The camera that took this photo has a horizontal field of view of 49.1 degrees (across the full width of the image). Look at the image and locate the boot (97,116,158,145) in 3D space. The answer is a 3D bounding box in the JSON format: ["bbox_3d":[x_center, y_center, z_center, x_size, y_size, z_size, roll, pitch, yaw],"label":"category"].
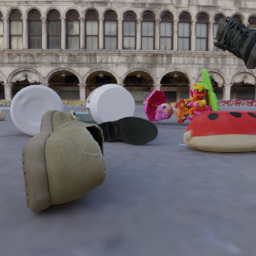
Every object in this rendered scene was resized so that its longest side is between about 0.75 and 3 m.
[{"bbox_3d":[0.189,-0.011,5.915,1.532,0.531,1.334,1,6,34],"label":"boot"}]

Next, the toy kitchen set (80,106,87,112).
[{"bbox_3d":[-1.820,-0.538,12.803,0.763,0.689,0.623,40,9,-2],"label":"toy kitchen set"}]

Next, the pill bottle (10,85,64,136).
[{"bbox_3d":[-2.280,-0.464,7.283,1.175,1.175,2.074,-1,5,-13],"label":"pill bottle"}]

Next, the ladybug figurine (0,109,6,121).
[{"bbox_3d":[-5.889,-0.562,11.700,1.448,0.521,0.983,-4,7,-34],"label":"ladybug figurine"}]

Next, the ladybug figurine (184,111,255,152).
[{"bbox_3d":[1.769,0.027,4.860,1.788,0.643,1.214,-2,6,-24],"label":"ladybug figurine"}]

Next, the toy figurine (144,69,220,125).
[{"bbox_3d":[1.794,-0.721,9.993,2.459,2.006,2.672,-13,28,11],"label":"toy figurine"}]

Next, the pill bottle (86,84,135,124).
[{"bbox_3d":[-0.569,-0.672,8.690,1.323,1.323,2.284,-1,6,-12],"label":"pill bottle"}]

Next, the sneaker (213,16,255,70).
[{"bbox_3d":[2.260,-1.761,5.704,1.116,0.744,1.947,27,26,10],"label":"sneaker"}]

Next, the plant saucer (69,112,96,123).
[{"bbox_3d":[-1.381,-0.431,11.096,2.000,0.385,2.000,0,6,0],"label":"plant saucer"}]

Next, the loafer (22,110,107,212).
[{"bbox_3d":[-0.559,0.240,2.779,0.631,0.712,1.872,0,15,-9],"label":"loafer"}]
